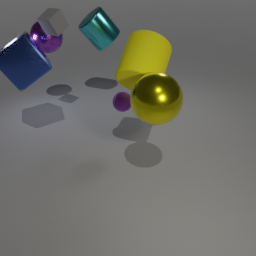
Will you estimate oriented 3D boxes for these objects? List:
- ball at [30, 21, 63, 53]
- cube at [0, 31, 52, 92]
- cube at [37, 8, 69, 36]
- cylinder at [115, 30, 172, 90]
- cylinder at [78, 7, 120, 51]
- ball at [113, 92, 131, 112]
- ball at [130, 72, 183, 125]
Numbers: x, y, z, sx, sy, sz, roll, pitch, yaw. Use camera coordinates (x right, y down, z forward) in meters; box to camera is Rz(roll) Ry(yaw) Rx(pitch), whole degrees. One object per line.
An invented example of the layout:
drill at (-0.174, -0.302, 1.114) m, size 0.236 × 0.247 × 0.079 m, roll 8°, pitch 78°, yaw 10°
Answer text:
ball at (-3.548, -3.987, 12.206) m, size 1.400 × 1.400 × 1.400 m, roll 0°, pitch 31°, yaw 0°
cube at (-3.722, -2.393, 9.972) m, size 1.400 × 1.400 × 1.400 m, roll -37°, pitch 29°, yaw 0°
cube at (-2.775, -3.930, 10.395) m, size 0.700 × 0.700 × 0.700 m, roll 20°, pitch 64°, yaw 33°
cylinder at (0.479, -1.966, 8.509) m, size 1.400 × 1.400 × 1.400 m, roll 12°, pitch 72°, yaw 20°
cylinder at (-1.329, -4.563, 12.946) m, size 1.400 × 1.400 × 1.400 m, roll -31°, pitch 34°, yaw 24°
ball at (-0.190, -0.922, 9.826) m, size 0.700 × 0.700 × 0.700 m, roll 0°, pitch 31°, yaw 0°
ball at (0.754, -0.769, 7.429) m, size 1.400 × 1.400 × 1.400 m, roll 0°, pitch 31°, yaw 0°
